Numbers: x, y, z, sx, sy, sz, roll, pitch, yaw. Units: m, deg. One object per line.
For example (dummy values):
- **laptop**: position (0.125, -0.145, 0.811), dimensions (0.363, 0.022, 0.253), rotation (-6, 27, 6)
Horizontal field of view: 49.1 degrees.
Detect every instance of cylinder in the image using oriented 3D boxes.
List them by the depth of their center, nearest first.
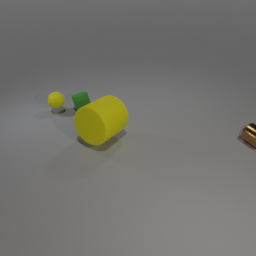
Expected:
- **cylinder**: position (-0.919, -0.293, 9.870), dimensions (1.400, 1.400, 1.400), rotation (17, 30, 27)
- **cylinder**: position (4.563, 0.283, 10.019), dimensions (0.700, 0.700, 0.700), rotation (-12, 33, -19)
- **cylinder**: position (-2.023, -1.157, 12.262), dimensions (0.700, 0.700, 0.700), rotation (-14, 21, 6)

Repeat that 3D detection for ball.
- **ball**: position (-3.067, -1.188, 11.967), dimensions (0.700, 0.700, 0.700), rotation (0, 30, 0)
